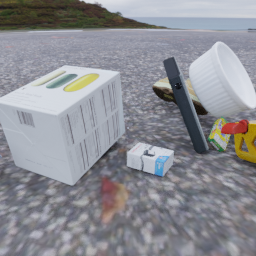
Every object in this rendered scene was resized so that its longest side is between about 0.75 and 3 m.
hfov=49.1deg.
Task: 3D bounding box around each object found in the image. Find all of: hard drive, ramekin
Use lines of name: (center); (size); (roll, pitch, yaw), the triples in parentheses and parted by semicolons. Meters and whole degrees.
hard drive: (1.400, -0.580, 6.865); (0.338, 2.053, 1.433); (-20, 27, 12)
ramekin: (2.450, -1.179, 7.336); (0.932, 1.912, 1.912); (-30, 3, 37)

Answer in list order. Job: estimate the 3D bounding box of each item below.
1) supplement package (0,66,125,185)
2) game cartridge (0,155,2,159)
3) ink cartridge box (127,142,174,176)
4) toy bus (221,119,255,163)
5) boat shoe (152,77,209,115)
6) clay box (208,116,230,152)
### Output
supplement package: (-1.342, -0.211, 6.272); (1.664, 1.652, 2.193); (12, 35, 26)
game cartridge: (-2.926, 0.613, 5.620); (0.616, 0.189, 0.925); (-30, -11, -20)
ink cartridge box: (0.491, 0.672, 6.174); (0.869, 0.364, 0.631); (12, 25, 25)
toy bus: (3.066, 0.345, 5.552); (2.003, 1.097, 2.123); (-2, 7, 35)
boat shoe: (1.867, -1.243, 9.240); (0.966, 0.909, 2.537); (-44, 42, -10)
clay box: (2.301, 0.134, 6.949); (0.195, 0.471, 0.819); (-28, 23, 50)
